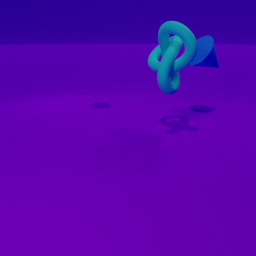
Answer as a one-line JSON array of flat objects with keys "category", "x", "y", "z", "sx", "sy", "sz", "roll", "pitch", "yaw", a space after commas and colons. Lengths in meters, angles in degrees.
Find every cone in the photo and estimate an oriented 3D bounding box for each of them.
[{"category": "cone", "x": 2.711, "y": -2.284, "z": 9.316, "sx": 1.090, "sy": 1.086, "sz": 1.086, "roll": 28, "pitch": 4, "yaw": -30}]

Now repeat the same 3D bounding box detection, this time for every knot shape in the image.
[{"category": "knot shape", "x": 1.112, "y": -1.887, "z": 7.070, "sx": 0.820, "sy": 1.661, "sz": 1.775, "roll": 3, "pitch": 59, "yaw": -12}]
